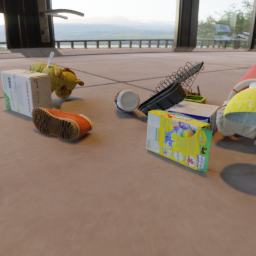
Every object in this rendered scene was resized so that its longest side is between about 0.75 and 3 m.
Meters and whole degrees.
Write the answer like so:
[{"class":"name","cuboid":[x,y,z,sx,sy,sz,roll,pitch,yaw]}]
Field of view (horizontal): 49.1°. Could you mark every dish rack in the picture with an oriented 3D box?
[{"class":"dish rack","cuboid":[1.746,-1.638,10.787,2.158,0.768,2.814,-28,21,50]}]

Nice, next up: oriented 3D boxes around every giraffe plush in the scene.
[{"class":"giraffe plush","cuboid":[-3.329,-2.177,13.203,2.003,2.470,2.131,12,34,-55]}]

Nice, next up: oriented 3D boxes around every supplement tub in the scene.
[{"class":"supplement tub","cuboid":[-0.082,-1.109,11.299,0.855,0.855,1.396,-4,6,-12]}]

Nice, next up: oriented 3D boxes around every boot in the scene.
[{"class":"boot","cuboid":[-2.208,-0.197,9.320,2.180,0.818,1.169,19,22,27]}]

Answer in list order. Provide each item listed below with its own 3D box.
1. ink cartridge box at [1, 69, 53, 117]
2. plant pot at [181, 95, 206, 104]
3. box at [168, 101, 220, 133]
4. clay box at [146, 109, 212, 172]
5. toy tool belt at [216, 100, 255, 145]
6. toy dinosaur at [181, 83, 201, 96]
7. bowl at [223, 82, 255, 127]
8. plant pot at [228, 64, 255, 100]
[{"class":"ink cartridge box","cuboid":[-4.106,-1.448,11.368,2.212,1.602,0.929,16,26,37]},{"class":"plant pot","cuboid":[2.535,-0.825,10.924,0.828,0.751,0.824,10,22,27]},{"class":"box","cuboid":[2.239,-0.317,9.484,1.363,0.777,1.482,12,23,29]},{"class":"clay box","cuboid":[1.356,0.284,7.325,0.472,1.139,1.982,-16,27,-41]},{"class":"toy tool belt","cuboid":[3.599,-0.275,8.252,1.818,1.135,1.117,21,44,26]},{"class":"toy dinosaur","cuboid":[2.619,-1.541,12.893,1.324,0.838,1.953,23,35,35]},{"class":"bowl","cuboid":[3.051,-0.556,6.407,1.566,0.843,1.566,12,-7,1]},{"class":"plant pot","cuboid":[4.777,-1.035,9.305,2.369,2.677,2.677,-28,33,-35]}]
